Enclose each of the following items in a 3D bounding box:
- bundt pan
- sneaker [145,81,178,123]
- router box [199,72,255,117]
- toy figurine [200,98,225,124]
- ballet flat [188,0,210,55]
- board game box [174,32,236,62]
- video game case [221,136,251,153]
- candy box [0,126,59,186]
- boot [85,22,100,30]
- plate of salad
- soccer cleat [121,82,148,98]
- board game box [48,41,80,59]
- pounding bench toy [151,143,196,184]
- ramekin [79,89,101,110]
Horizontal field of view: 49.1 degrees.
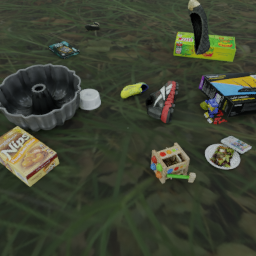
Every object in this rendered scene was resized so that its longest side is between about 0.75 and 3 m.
[{"bbox_3d":[-2.955,-0.985,9.684,2.850,1.070,2.850,-1,47,1],"label":"bundt pan"},{"bbox_3d":[1.213,-1.077,10.103,1.061,0.768,2.172,12,44,10],"label":"sneaker"},{"bbox_3d":[4.172,-1.279,10.197,2.547,0.650,1.900,-7,41,-21],"label":"router box"},{"bbox_3d":[3.009,-0.789,9.795,0.643,0.730,1.219,-8,41,-4],"label":"toy figurine"},{"bbox_3d":[2.366,-3.392,9.467,0.520,1.831,0.608,-27,20,-20],"label":"ballet flat"},{"bbox_3d":[3.644,-3.916,13.407,2.728,0.649,1.386,9,42,10],"label":"board game box"},{"bbox_3d":[3.338,0.504,8.631,0.711,0.092,0.781,34,28,32],"label":"video game case"},{"bbox_3d":[-3.065,0.774,8.203,1.870,0.517,1.080,28,50,27],"label":"candy box"},{"bbox_3d":[-1.999,-5.736,15.743,0.819,0.296,0.618,3,39,-5],"label":"boot"},{"bbox_3d":[2.839,0.809,8.382,1.021,0.245,1.021,1,42,0],"label":"plate of salad"},{"bbox_3d":[0.262,-1.460,10.794,1.223,0.396,0.512,-28,35,-31],"label":"soccer cleat"},{"bbox_3d":[-3.117,-3.802,13.625,0.931,0.194,1.377,-29,49,-29],"label":"board game box"},{"bbox_3d":[1.203,1.118,7.688,0.878,0.699,1.125,-16,44,-18],"label":"pounding bench toy"},{"bbox_3d":[-1.453,-1.084,10.389,0.856,0.417,0.856,0,42,0],"label":"ramekin"}]
